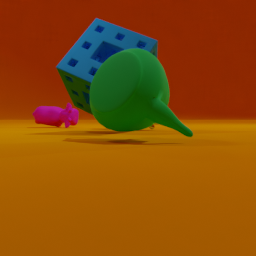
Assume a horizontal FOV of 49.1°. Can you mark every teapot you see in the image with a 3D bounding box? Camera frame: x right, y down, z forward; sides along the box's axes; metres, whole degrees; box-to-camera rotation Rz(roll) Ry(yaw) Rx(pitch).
[{"bbox_3d":[0.095,-0.366,3.278,0.778,0.988,1.589,28,10,-46],"label":"teapot"}]

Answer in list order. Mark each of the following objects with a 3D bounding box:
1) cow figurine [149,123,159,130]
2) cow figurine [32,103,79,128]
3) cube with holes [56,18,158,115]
[{"bbox_3d":[0.016,-0.417,6.989,0.944,1.693,1.720,6,-38,-29],"label":"cow figurine"},{"bbox_3d":[-2.179,-0.365,8.415,1.325,0.727,1.303,6,-5,-18],"label":"cow figurine"},{"bbox_3d":[-0.301,-0.968,5.260,1.263,1.263,1.263,26,-22,16],"label":"cube with holes"}]
